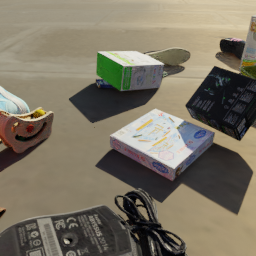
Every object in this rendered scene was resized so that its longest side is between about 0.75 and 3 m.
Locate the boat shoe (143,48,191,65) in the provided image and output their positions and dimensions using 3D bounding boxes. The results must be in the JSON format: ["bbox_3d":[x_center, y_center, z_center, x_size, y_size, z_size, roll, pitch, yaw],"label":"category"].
[{"bbox_3d":[1.660,-3.264,12.575,2.227,0.809,0.699,-7,35,-4],"label":"boat shoe"}]

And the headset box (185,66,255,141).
[{"bbox_3d":[2.533,-0.695,7.348,1.641,0.761,1.429,31,82,38],"label":"headset box"}]

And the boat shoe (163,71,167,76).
[{"bbox_3d":[1.208,-2.332,11.524,0.877,0.271,0.319,18,35,27],"label":"boat shoe"}]

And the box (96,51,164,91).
[{"bbox_3d":[0.030,-2.210,10.458,1.756,0.962,1.990,-10,31,-32],"label":"box"}]

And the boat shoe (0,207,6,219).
[{"bbox_3d":[-2.421,1.671,4.887,0.281,0.281,0.780,5,25,11],"label":"boat shoe"}]

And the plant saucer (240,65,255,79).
[{"bbox_3d":[5.648,-1.399,9.383,2.857,0.684,2.853,-6,32,-2],"label":"plant saucer"}]

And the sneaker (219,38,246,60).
[{"bbox_3d":[5.569,-3.914,13.552,1.039,0.889,2.533,-13,34,-14],"label":"sneaker"}]

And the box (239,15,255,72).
[{"bbox_3d":[5.464,-3.233,11.108,1.133,2.236,1.258,-23,40,-33],"label":"box"}]

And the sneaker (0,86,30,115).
[{"bbox_3d":[-4.054,-0.536,7.941,2.282,0.907,1.490,20,35,31],"label":"sneaker"}]

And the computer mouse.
[{"bbox_3d":[-0.613,1.909,4.165,2.821,0.744,1.953,-2,31,-24],"label":"computer mouse"}]

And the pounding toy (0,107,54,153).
[{"bbox_3d":[-2.886,-0.074,7.018,1.057,1.053,1.842,21,36,30],"label":"pounding toy"}]

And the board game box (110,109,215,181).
[{"bbox_3d":[0.865,0.296,7.000,1.883,0.388,1.888,26,40,34],"label":"board game box"}]

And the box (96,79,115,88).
[{"bbox_3d":[-0.677,-1.658,10.453,0.976,0.158,0.591,-2,30,-16],"label":"box"}]
